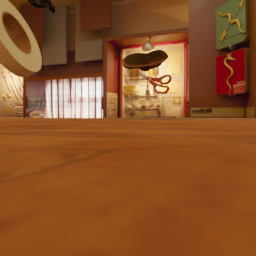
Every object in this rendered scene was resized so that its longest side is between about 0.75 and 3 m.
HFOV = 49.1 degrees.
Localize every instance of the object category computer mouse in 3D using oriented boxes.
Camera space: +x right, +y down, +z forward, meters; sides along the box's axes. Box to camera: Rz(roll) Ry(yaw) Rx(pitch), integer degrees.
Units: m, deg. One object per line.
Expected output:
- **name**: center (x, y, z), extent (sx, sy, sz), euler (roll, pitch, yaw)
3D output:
- **computer mouse**: center (-2.891, -4.090, 9.144), extent (0.259, 0.680, 0.982), euler (-28, -10, 35)

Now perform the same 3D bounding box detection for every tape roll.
- **tape roll**: center (-3.536, -2.780, 8.501), extent (0.461, 2.525, 2.525), euler (-21, -2, 11)

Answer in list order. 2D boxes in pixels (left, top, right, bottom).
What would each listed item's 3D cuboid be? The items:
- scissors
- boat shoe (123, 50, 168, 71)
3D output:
- **scissors**: center (0.755, -1.679, 10.036), extent (1.960, 0.717, 0.136), euler (20, -2, 42)
- **boat shoe**: center (0.684, -2.570, 11.126), extent (2.086, 0.764, 0.676), euler (-15, -31, -27)
